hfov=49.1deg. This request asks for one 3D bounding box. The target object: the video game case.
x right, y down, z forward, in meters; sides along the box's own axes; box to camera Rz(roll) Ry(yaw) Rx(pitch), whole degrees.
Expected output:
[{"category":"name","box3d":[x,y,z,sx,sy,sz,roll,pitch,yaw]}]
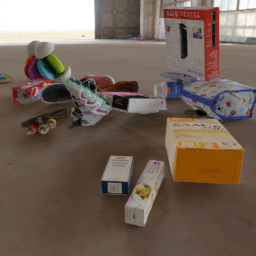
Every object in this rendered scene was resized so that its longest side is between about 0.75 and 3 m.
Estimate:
[{"category":"video game case","box3d":[2.912,-2.138,13.220,2.098,0.253,2.301,20,2,42]}]

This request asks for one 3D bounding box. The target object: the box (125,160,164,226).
[{"category":"box","box3d":[0.380,1.205,5.567,0.355,0.380,1.836,7,21,16]}]

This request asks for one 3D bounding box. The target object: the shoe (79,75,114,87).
[{"category":"shoe","box3d":[-1.696,-2.370,14.696,1.880,0.672,0.855,12,33,26]}]

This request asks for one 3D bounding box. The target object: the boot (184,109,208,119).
[{"category":"boot","box3d":[1.895,-0.404,7.885,0.689,0.275,0.758,10,5,17]}]

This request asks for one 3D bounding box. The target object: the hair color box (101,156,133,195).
[{"category":"hair color box","box3d":[-0.206,1.006,6.124,0.569,0.344,1.137,2,21,6]}]

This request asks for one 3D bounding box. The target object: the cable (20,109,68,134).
[{"category":"cable","box3d":[-2.749,-0.198,9.491,1.150,0.596,2.369,-16,7,6]}]

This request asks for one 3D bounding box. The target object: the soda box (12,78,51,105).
[{"category":"soda box","box3d":[-4.285,-1.698,12.684,0.678,0.748,2.137,5,22,14]}]

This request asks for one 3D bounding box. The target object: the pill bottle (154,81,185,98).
[{"category":"pill bottle","box3d":[1.887,-1.740,12.816,1.322,0.742,0.742,-5,21,-10]}]

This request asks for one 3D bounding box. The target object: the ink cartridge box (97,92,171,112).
[{"category":"ink cartridge box","box3d":[0.334,-0.949,10.119,1.395,0.546,2.947,16,12,35]}]

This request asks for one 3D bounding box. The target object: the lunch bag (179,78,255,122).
[{"category":"lunch bag","box3d":[3.223,-1.056,10.213,2.174,1.346,1.848,-3,21,-28]}]

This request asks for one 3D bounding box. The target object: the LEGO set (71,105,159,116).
[{"category":"LEGO set","box3d":[-0.625,-0.689,10.732,2.994,0.735,2.237,14,13,29]}]

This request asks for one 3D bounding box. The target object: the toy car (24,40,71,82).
[{"category":"toy car","box3d":[-4.849,-3.504,15.964,2.776,2.430,2.082,23,65,44]}]

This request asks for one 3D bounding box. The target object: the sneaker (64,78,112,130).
[{"category":"sneaker","box3d":[-1.426,-0.534,8.206,1.926,1.347,0.749,35,9,-49]}]

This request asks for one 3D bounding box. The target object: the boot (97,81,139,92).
[{"category":"boot","box3d":[-0.527,-1.980,13.677,1.745,0.598,1.643,-14,27,-27]}]

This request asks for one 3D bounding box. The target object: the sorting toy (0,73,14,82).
[{"category":"sorting toy","box3d":[-8.239,-2.996,16.552,2.372,0.433,2.196,-15,25,-34]}]

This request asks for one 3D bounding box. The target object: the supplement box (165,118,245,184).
[{"category":"supplement box","box3d":[1.707,0.436,6.806,1.418,0.827,2.250,2,18,2]}]

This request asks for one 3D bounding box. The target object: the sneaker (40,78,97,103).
[{"category":"sneaker","box3d":[-2.379,-1.571,11.732,2.284,0.868,1.650,-16,10,-37]}]

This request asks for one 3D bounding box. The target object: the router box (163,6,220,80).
[{"category":"router box","box3d":[2.425,-3.390,10.932,0.671,2.466,2.748,-18,27,-17]}]
